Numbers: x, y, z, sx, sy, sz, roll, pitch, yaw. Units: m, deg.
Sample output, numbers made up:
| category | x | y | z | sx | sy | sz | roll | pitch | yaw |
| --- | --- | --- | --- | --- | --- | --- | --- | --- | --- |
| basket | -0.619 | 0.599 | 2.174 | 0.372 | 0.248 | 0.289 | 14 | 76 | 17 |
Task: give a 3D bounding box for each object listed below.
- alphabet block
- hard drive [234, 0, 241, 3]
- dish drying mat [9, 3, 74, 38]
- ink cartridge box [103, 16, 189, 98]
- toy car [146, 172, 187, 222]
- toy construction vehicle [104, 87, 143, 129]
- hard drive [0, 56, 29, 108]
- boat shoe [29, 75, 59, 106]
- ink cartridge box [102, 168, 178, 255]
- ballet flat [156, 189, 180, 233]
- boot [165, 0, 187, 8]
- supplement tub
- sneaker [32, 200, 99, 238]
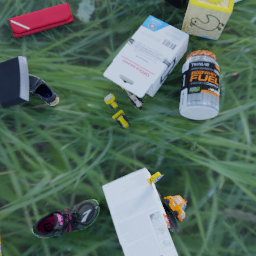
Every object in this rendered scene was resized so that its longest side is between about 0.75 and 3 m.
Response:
| category | x | y | z | sx | sy | sz | roll | pitch | yaw |
| --- | --- | --- | --- | --- | --- | --- | --- | --- | --- |
| alphabet block | 2.724 | -4.087 | 9.502 | 1.401 | 1.435 | 1.409 | 13 | 73 | 5 |
| hard drive | 4.174 | -5.035 | 10.502 | 0.818 | 0.107 | 0.539 | -23 | 74 | -8 |
| dish drying mat | -3.114 | -3.902 | 10.095 | 2.194 | 0.200 | 0.843 | -19 | 72 | -6 |
| ink cartridge box | 0.600 | -2.150 | 9.127 | 1.553 | 0.908 | 2.678 | 33 | 75 | 15 |
| toy car | 1.171 | 1.848 | 7.551 | 0.535 | 1.607 | 0.788 | -36 | 37 | -1 |
| toy construction vehicle | -0.106 | -0.696 | 9.031 | 1.066 | 0.431 | 1.225 | -40 | 74 | 0 |
| hard drive | -3.782 | -1.530 | 9.150 | 1.086 | 0.341 | 1.610 | -13 | 73 | 14 |
| boat shoe | -2.894 | -1.306 | 9.127 | 1.546 | 0.481 | 0.577 | 38 | 77 | 15 |
| ink cartridge box | 0.344 | 2.491 | 7.557 | 1.350 | 0.624 | 2.477 | -24 | 65 | 6 |
| ballet flat | 0.996 | 2.388 | 8.045 | 0.325 | 0.472 | 1.401 | -38 | 74 | 17 |
| boot | 1.688 | -5.823 | 10.314 | 2.549 | 0.943 | 2.089 | 37 | 78 | 3 |
| supplement tub | 2.248 | -1.337 | 8.773 | 1.192 | 1.192 | 1.946 | 5 | 73 | 2 |
| sneaker | -1.698 | 2.566 | 7.741 | 1.949 | 0.816 | 0.748 | -22 | 74 | -7 |
